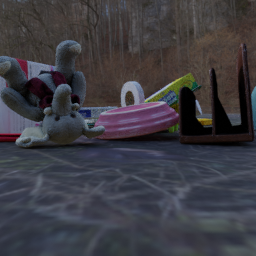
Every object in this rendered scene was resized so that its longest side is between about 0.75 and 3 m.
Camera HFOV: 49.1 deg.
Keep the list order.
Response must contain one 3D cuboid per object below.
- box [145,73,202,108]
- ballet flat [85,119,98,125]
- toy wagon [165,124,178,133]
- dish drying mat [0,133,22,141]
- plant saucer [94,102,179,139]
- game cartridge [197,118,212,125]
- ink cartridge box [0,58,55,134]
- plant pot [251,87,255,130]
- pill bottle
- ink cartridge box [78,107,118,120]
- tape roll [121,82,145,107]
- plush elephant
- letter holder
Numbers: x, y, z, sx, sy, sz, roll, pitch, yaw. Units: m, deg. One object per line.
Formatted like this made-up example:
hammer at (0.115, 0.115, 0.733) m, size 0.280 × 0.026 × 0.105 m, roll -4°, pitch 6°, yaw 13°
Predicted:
box at (1.332, -1.056, 9.858) m, size 1.706 × 0.703 × 2.907 m, roll -33°, pitch 6°, yaw -7°
ballet flat at (-0.920, -0.504, 12.212) m, size 2.564 × 0.920 × 0.920 m, roll 2°, pitch 4°, yaw 41°
toy wagon at (0.658, -0.085, 8.835) m, size 1.623 × 0.414 × 2.092 m, roll 1°, pitch 4°, yaw 19°
dish drying mat at (-3.104, 0.194, 6.335) m, size 1.952 × 0.178 × 0.750 m, roll -1°, pitch 3°, yaw -6°
plant saucer at (0.170, -0.258, 7.200) m, size 2.261 × 0.573 × 2.261 m, roll -11°, pitch 9°, yaw 2°
game cartridge at (3.005, -0.327, 13.445) m, size 1.944 × 0.315 × 1.714 m, roll 1°, pitch 4°, yaw 37°
ink cartridge box at (-2.796, -0.859, 8.255) m, size 1.180 × 2.033 × 2.755 m, roll 2°, pitch 5°, yaw 28°
plant pot at (5.392, -0.816, 10.010) m, size 2.159 × 1.733 × 2.159 m, roll 1°, pitch 4°, yaw 0°
pill bottle at (1.977, -0.543, 10.352) m, size 1.359 × 0.756 × 0.756 m, roll -20°, pitch -5°, yaw 23°
ink cartridge box at (-1.828, -0.534, 10.888) m, size 2.126 × 0.433 × 2.131 m, roll -5°, pitch 4°, yaw -38°
tape roll at (0.136, -0.860, 8.716) m, size 0.214 × 1.171 × 1.171 m, roll -8°, pitch 7°, yaw -29°
plush elephant at (-1.451, -0.429, 5.604) m, size 1.823 × 2.213 × 1.714 m, roll -17°, pitch 35°, yaw -31°
letter holder at (2.088, -0.775, 6.703) m, size 1.412 × 1.996 × 2.808 m, roll -3°, pitch 3°, yaw 19°
